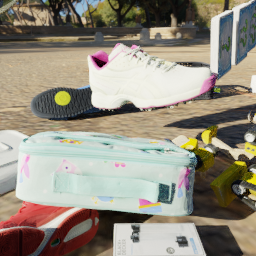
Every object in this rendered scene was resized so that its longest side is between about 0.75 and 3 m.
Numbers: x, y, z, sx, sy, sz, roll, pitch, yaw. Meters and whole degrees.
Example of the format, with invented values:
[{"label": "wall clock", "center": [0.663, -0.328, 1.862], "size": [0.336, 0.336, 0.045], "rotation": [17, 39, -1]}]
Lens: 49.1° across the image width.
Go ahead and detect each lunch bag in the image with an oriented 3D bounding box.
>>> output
[{"label": "lunch bag", "center": [-0.226, 0.523, 3.790], "size": [2.248, 0.867, 1.803], "rotation": [4, -1, -4]}]

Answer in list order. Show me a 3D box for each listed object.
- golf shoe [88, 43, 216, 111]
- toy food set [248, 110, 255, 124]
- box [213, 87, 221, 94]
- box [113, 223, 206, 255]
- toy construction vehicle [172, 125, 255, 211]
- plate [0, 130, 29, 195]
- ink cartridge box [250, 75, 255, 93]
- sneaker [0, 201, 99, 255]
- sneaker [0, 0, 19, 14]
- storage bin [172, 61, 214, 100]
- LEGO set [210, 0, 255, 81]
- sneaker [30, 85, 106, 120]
[{"label": "golf shoe", "center": [0.207, -0.852, 4.460], "size": [2.293, 1.050, 0.864], "rotation": [1, 26, 35]}, {"label": "toy food set", "center": [3.980, -0.335, 7.913], "size": [1.063, 0.321, 0.763], "rotation": [9, 21, 24]}, {"label": "box", "center": [3.415, -1.650, 11.754], "size": [0.578, 0.226, 0.947], "rotation": [0, 17, -24]}, {"label": "box", "center": [0.316, 1.354, 3.124], "size": [0.963, 0.289, 0.562], "rotation": [0, 19, 0]}, {"label": "toy construction vehicle", "center": [1.871, 0.621, 4.771], "size": [1.995, 0.807, 2.291], "rotation": [-29, 30, -34]}, {"label": "plate", "center": [-2.613, 0.554, 5.302], "size": [2.313, 0.375, 2.318], "rotation": [17, 26, 38]}, {"label": "ink cartridge box", "center": [6.114, -1.780, 11.442], "size": [1.698, 0.716, 1.229], "rotation": [-9, 21, -23]}, {"label": "sneaker", "center": [-1.251, 1.221, 3.250], "size": [1.668, 0.653, 0.963], "rotation": [-2, 7, -44]}, {"label": "sneaker", "center": [-2.391, -2.218, 4.283], "size": [2.407, 0.807, 1.081], "rotation": [-49, 7, -14]}, {"label": "storage bin", "center": [1.819, -1.863, 10.903], "size": [2.691, 1.262, 1.819], "rotation": [-2, 19, -8]}, {"label": "LEGO set", "center": [1.914, -2.398, 4.122], "size": [0.717, 2.923, 2.183], "rotation": [14, 35, 36]}, {"label": "sneaker", "center": [-1.442, -0.767, 8.612], "size": [2.926, 0.965, 1.147], "rotation": [-16, -11, -16]}]
